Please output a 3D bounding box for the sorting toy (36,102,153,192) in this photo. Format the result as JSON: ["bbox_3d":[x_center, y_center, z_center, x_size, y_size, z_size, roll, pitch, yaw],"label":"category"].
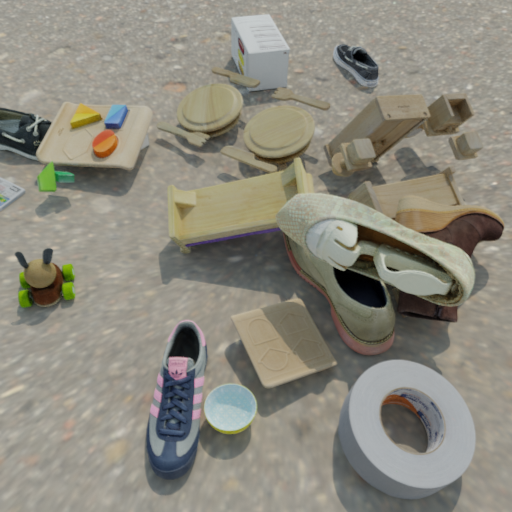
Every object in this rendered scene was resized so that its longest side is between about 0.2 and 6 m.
[{"bbox_3d":[-3.289,-2.178,11.034,1.935,0.385,2.618,6,54,6],"label":"sorting toy"}]

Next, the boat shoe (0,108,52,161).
[{"bbox_3d":[-4.778,-2.578,11.646,2.452,0.740,0.927,7,48,7],"label":"boat shoe"}]

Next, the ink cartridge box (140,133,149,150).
[{"bbox_3d":[-2.928,-2.570,11.824,1.113,0.467,0.809,35,56,27],"label":"ink cartridge box"}]

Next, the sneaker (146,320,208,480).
[{"bbox_3d":[-1.089,1.837,7.534,0.746,0.872,2.127,1,48,1],"label":"sneaker"}]

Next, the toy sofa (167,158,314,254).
[{"bbox_3d":[-0.206,-0.748,9.575,2.449,1.195,1.014,-10,69,12],"label":"toy sofa"}]

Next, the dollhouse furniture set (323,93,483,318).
[{"bbox_3d":[2.872,-0.865,10.327,3.166,1.812,3.712,-12,77,-27],"label":"dollhouse furniture set"}]

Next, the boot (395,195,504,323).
[{"bbox_3d":[3.031,0.126,8.779,2.230,0.807,1.855,8,76,-26],"label":"boot"}]

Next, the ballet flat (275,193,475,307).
[{"bbox_3d":[1.593,-0.099,7.712,2.917,0.984,0.910,18,35,8],"label":"ballet flat"}]

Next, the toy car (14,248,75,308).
[{"bbox_3d":[-3.419,0.234,8.892,0.843,1.026,0.809,-10,49,-9],"label":"toy car"}]

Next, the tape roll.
[{"bbox_3d":[1.921,2.212,7.233,1.653,0.546,1.653,6,52,-7],"label":"tape roll"}]

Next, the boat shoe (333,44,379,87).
[{"bbox_3d":[2.477,-4.877,13.828,0.649,0.613,1.809,-14,49,-13],"label":"boat shoe"}]

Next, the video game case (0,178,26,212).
[{"bbox_3d":[-5.053,-1.181,10.817,0.868,0.096,0.792,25,52,20],"label":"video game case"}]

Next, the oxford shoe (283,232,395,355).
[{"bbox_3d":[1.339,0.064,8.968,1.085,1.131,3.064,-20,50,-16],"label":"oxford shoe"}]

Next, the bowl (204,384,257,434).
[{"bbox_3d":[-0.344,2.135,7.600,0.703,0.378,0.703,0,47,0],"label":"bowl"}]

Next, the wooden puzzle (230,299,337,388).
[{"bbox_3d":[0.383,1.292,8.292,1.210,0.302,1.306,-13,52,-25],"label":"wooden puzzle"}]

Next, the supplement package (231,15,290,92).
[{"bbox_3d":[0.069,-4.950,13.604,0.997,1.036,1.821,-10,48,-10],"label":"supplement package"}]

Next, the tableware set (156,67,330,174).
[{"bbox_3d":[-0.244,-2.715,11.828,3.278,0.657,2.167,27,65,28],"label":"tableware set"}]
